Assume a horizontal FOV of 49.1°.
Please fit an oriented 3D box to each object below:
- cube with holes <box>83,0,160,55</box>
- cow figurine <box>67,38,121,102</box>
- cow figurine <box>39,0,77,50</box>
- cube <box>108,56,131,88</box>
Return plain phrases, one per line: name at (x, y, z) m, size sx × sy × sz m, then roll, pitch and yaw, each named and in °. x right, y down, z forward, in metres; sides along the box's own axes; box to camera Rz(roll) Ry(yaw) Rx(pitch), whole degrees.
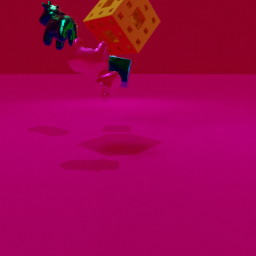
cube with holes at (-0.156, -2.936, 7.717) m, size 1.249 × 1.249 × 1.249 m, roll 12°, pitch -27°, yaw 47°
cow figurine at (-0.710, -1.194, 5.803) m, size 1.212 × 1.192 × 0.665 m, roll 10°, pitch -14°, yaw 4°
cow figurine at (-2.259, -3.415, 9.120) m, size 1.656 × 1.630 × 0.909 m, roll 2°, pitch -6°, yaw 42°
cube at (-0.316, -1.772, 8.935) m, size 0.741 × 0.741 × 0.741 m, roll 10°, pitch -6°, yaw 1°
